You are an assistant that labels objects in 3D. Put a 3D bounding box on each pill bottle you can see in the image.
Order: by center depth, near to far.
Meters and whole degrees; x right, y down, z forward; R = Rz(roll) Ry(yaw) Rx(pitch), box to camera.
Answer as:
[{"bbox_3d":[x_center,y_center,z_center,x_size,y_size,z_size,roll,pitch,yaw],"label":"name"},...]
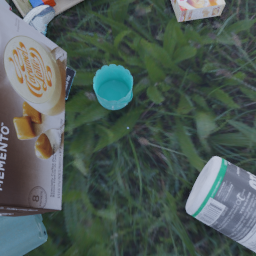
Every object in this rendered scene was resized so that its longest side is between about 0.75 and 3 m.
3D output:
[{"bbox_3d":[2.667,1.800,5.982,2.534,1.433,1.433,29,72,9],"label":"pill bottle"}]

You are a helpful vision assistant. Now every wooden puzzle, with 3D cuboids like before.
[{"bbox_3d":[-2.568,-4.596,8.884,2.431,0.563,2.252,-31,72,-11],"label":"wooden puzzle"}]

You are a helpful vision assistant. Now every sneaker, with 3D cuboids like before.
[{"bbox_3d":[-2.684,-2.441,8.018,0.996,0.895,2.307,34,80,-1],"label":"sneaker"}]

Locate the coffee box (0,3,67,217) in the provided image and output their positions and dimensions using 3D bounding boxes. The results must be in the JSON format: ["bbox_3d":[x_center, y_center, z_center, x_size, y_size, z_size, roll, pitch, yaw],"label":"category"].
[{"bbox_3d":[-1.898,-0.186,4.275,1.134,1.626,2.844,-15,64,28],"label":"coffee box"}]

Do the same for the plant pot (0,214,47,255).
[{"bbox_3d":[-2.913,2.017,5.662,2.101,2.145,2.145,-21,70,-16],"label":"plant pot"}]

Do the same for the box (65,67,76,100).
[{"bbox_3d":[-2.487,-1.473,7.116,2.150,0.528,0.885,24,66,-28],"label":"box"}]

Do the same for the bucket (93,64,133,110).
[{"bbox_3d":[-0.379,-1.048,7.450,1.103,0.718,1.103,0,70,0],"label":"bucket"}]

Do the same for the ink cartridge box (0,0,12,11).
[{"bbox_3d":[-4.897,-2.585,7.379,2.957,1.238,2.133,0,68,17],"label":"ink cartridge box"}]

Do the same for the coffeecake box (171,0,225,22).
[{"bbox_3d":[2.112,-3.954,8.667,1.393,0.509,1.069,-11,70,-4],"label":"coffeecake box"}]
